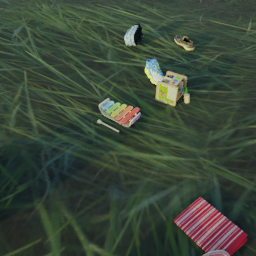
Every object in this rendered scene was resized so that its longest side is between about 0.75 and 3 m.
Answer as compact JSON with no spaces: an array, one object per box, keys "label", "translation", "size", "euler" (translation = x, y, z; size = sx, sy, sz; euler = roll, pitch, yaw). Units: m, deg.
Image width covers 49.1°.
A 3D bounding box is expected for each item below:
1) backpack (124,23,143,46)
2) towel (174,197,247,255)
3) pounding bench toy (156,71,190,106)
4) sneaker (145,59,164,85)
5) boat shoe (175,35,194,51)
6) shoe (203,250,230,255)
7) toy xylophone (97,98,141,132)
[{"label":"backpack","translation":[0.299,-4.701,14.445],"size":[0.876,0.930,1.140],"euler":[-2,48,10]},{"label":"towel","translation":[2.049,2.528,6.998],"size":[1.094,0.170,1.513],"euler":[-30,49,-26]},{"label":"pounding bench toy","translation":[1.939,-1.497,10.892],"size":[1.360,0.845,1.060],"euler":[23,47,23]},{"label":"sneaker","translation":[1.122,-2.429,11.877],"size":[0.584,0.811,1.543],"euler":[-22,42,-16]},{"label":"boat shoe","translation":[2.931,-4.484,14.406],"size":[0.546,0.503,1.529],"euler":[-16,45,-17]},{"label":"shoe","translation":[1.514,3.024,5.885],"size":[1.697,0.772,0.606],"euler":[-21,51,-14]},{"label":"toy xylophone","translation":[-0.376,-0.454,10.076],"size":[1.607,0.404,1.177],"euler":[20,47,21]}]
